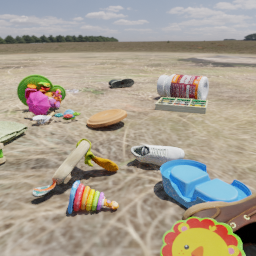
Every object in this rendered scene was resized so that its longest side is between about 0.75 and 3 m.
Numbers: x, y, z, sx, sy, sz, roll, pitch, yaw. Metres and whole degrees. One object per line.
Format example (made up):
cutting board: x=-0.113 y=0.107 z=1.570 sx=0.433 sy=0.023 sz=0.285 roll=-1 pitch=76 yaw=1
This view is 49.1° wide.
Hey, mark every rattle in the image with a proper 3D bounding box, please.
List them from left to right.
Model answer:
rattle: x=-1.238 y=1.241 z=6.774 sx=1.202 sy=1.319 sz=1.846 roll=-25 pitch=22 yaw=32

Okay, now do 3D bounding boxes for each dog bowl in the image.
dog bowl: x=1.597 y=1.340 z=6.105 sx=1.181 sy=0.525 sz=2.119 roll=-13 pitch=22 yaw=-32

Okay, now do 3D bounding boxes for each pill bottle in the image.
pill bottle: x=2.867 y=-2.129 z=14.808 sx=2.479 sy=1.358 sz=1.358 roll=12 pitch=22 yaw=30

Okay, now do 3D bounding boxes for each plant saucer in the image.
plant saucer: x=-0.844 y=-0.434 z=11.037 sx=1.628 sy=0.263 sz=1.628 roll=-12 pitch=19 yaw=4

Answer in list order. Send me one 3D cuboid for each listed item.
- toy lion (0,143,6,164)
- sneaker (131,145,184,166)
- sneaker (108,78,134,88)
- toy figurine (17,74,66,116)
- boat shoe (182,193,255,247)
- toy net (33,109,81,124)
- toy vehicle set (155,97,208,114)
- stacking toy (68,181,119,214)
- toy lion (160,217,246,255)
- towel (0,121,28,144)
toy lion: x=-4.525 y=0.777 z=7.864 sx=1.683 sy=0.578 sz=1.614 roll=-16 pitch=17 yaw=-38
sneaker: x=0.784 y=0.706 z=7.560 sx=1.438 sy=0.549 sz=0.579 roll=-3 pitch=-25 yaw=23
sneaker: x=-0.454 y=-3.043 z=18.523 sx=1.652 sy=0.618 sz=0.877 roll=-9 pitch=24 yaw=-21
toy figurine: x=-3.683 y=-1.228 z=12.422 sx=2.228 sy=1.673 sz=2.051 roll=5 pitch=25 yaw=-27
boat shoe: x=2.187 y=1.653 z=4.816 sx=2.423 sy=0.853 sz=0.852 roll=-11 pitch=23 yaw=-10
toy net: x=-2.896 y=-0.383 z=11.378 sx=1.856 sy=0.358 sz=0.974 roll=-16 pitch=27 yaw=-34
toy vehicle set: x=2.605 y=-1.110 z=13.466 sx=2.337 sy=0.310 sz=1.452 roll=6 pitch=20 yaw=17
stacking toy: x=-0.689 y=1.507 z=5.803 sx=1.022 sy=0.561 sz=0.593 roll=13 pitch=17 yaw=1
toy lion: x=1.043 y=1.937 z=3.693 sx=1.532 sy=0.549 sz=1.598 roll=-37 pitch=37 yaw=-29
towel: x=-5.024 y=0.121 z=9.685 sx=2.567 sy=0.468 sz=1.905 roll=6 pitch=19 yaw=16
